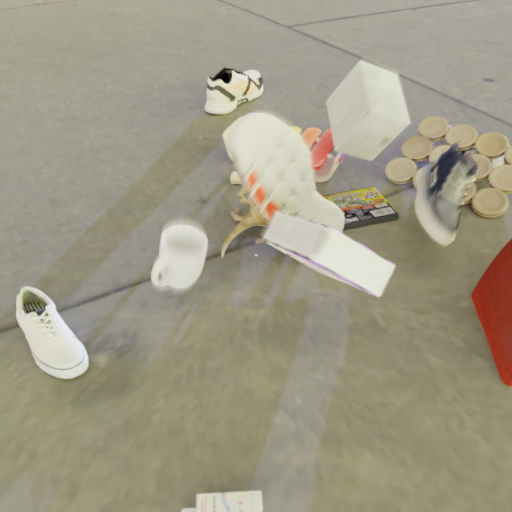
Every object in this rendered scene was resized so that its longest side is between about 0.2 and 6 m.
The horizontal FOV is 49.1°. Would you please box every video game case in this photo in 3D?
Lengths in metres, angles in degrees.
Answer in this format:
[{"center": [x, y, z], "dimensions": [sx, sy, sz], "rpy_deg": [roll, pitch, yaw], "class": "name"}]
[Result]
[{"center": [2.011, -0.947, 11.017], "dimensions": [1.205, 0.154, 1.089], "rpy_deg": [-12, 40, -13], "class": "video game case"}]

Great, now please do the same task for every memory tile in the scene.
[{"center": [4.224, -1.904, 11.611], "dimensions": [2.616, 0.220, 2.005], "rpy_deg": [28, 71, 31], "class": "memory tile"}]

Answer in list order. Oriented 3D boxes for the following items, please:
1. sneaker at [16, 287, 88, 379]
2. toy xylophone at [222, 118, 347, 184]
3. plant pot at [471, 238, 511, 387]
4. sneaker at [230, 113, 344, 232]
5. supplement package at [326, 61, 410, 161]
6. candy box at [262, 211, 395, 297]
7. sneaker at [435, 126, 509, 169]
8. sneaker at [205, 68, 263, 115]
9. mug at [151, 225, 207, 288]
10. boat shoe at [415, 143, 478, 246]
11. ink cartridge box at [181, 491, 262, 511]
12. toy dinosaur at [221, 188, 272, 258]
[{"center": [-3.029, 1.074, 8.046], "dimensions": [0.649, 0.629, 1.777], "rpy_deg": [-30, 47, -33], "class": "sneaker"}, {"center": [0.601, -2.183, 12.131], "dimensions": [2.847, 0.715, 2.084], "rpy_deg": [9, 40, 12], "class": "toy xylophone"}, {"center": [4.392, 0.573, 7.823], "dimensions": [1.937, 1.707, 1.935], "rpy_deg": [2, 39, 2], "class": "plant pot"}, {"center": [0.286, -1.107, 9.129], "dimensions": [1.198, 3.108, 1.273], "rpy_deg": [-48, 46, -9], "class": "sneaker"}, {"center": [2.180, -2.844, 11.087], "dimensions": [0.956, 1.243, 1.300], "rpy_deg": [9, 60, -26], "class": "supplement package"}, {"center": [0.930, -0.049, 7.485], "dimensions": [1.180, 0.503, 1.406], "rpy_deg": [27, -1, -28], "class": "candy box"}, {"center": [4.852, -2.404, 12.470], "dimensions": [1.058, 0.692, 1.842], "rpy_deg": [-15, 46, -19], "class": "sneaker"}, {"center": [-0.519, -4.642, 15.083], "dimensions": [0.903, 0.980, 2.449], "rpy_deg": [16, 39, 22], "class": "sneaker"}, {"center": [-1.188, 0.111, 8.290], "dimensions": [0.681, 0.809, 0.923], "rpy_deg": [34, 44, 21], "class": "mug"}, {"center": [3.289, -1.133, 9.541], "dimensions": [0.774, 0.961, 2.073], "rpy_deg": [29, 39, -17], "class": "boat shoe"}, {"center": [-0.378, 2.866, 6.029], "dimensions": [0.900, 0.305, 0.518], "rpy_deg": [-2, 38, -3], "class": "ink cartridge box"}, {"center": [-0.011, -0.765, 10.433], "dimensions": [2.073, 0.603, 1.048], "rpy_deg": [-24, 45, -28], "class": "toy dinosaur"}]
